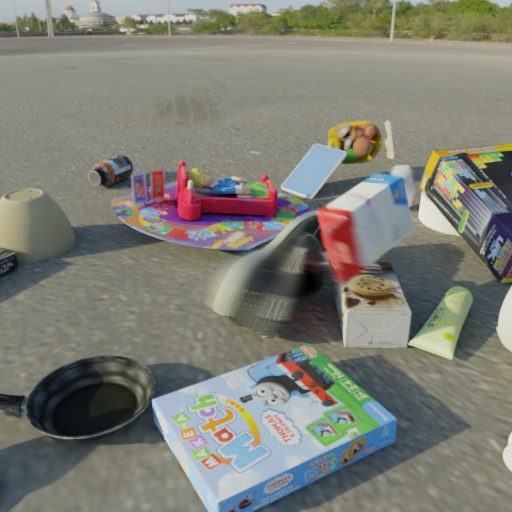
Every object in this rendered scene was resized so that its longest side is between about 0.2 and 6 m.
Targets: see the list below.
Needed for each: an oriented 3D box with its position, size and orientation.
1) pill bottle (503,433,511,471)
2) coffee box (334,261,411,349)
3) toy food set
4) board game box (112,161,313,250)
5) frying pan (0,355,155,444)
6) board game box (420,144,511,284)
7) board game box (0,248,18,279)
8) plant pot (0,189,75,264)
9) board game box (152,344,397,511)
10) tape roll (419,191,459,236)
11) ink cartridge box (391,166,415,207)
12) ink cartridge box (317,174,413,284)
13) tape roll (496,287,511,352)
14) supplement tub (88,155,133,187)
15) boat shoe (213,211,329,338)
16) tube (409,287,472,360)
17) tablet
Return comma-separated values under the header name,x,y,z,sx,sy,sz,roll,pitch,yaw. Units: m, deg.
name,x,y,z,sx,sy,sz,roll,pitch,yaw
pill bottle,3.168,2.084,6.279,0.918,0.510,0.510,-21,33,-37
coffee box,1.792,0.726,8.905,0.941,0.665,1.665,0,26,1
toy food set,2.621,-3.017,14.736,1.913,1.125,0.625,2,4,37
board game box,-0.792,-1.460,12.566,3.667,0.904,4.641,21,28,29
frying pan,-2.489,1.901,6.785,2.584,0.421,1.563,-15,29,-25
board game box,5.695,-1.055,11.222,3.671,1.041,3.035,-8,43,-16
board game box,-6.026,0.436,9.799,1.979,0.412,2.926,13,29,26
plant pot,-4.612,-0.717,11.367,1.683,1.130,1.683,1,25,0
board game box,0.186,1.957,6.635,2.325,0.425,1.758,-15,30,-27
tape roll,4.585,-1.058,12.624,1.752,0.613,1.752,1,27,0
ink cartridge box,3.438,-1.617,13.208,0.353,0.838,0.612,6,48,35
ink cartridge box,1.601,-0.444,8.656,1.747,1.015,0.587,-33,29,-27
tape roll,4.265,0.895,7.447,1.644,1.644,1.129,-10,27,-20
supplement tub,-3.942,-2.258,15.086,0.666,0.666,1.246,13,30,25
boat shoe,0.663,0.254,9.470,1.159,1.231,3.427,26,35,20
tube,2.939,1.025,8.639,0.475,0.425,1.638,-29,7,44
tablet,1.507,-2.220,14.616,1.087,0.114,1.670,25,70,38
